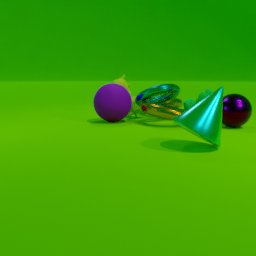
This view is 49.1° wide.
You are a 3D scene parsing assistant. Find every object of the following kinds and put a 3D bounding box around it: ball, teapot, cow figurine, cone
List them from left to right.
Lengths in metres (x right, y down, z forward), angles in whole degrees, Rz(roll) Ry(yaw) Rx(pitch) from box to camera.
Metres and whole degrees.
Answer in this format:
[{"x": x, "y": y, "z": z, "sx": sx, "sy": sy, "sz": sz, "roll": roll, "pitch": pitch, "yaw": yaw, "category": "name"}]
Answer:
[{"x": -0.537, "y": -0.887, "z": 9.822, "sx": 1.352, "sy": 1.352, "sz": 1.352, "roll": 0, "pitch": 10, "yaw": 0, "category": "ball"}, {"x": -0.208, "y": -1.557, "z": 10.833, "sx": 0.665, "sy": 1.359, "sz": 0.845, "roll": -23, "pitch": -39, "yaw": 15, "category": "teapot"}, {"x": -0.148, "y": -0.899, "z": 11.425, "sx": 0.828, "sy": 1.484, "sz": 1.508, "roll": -33, "pitch": -10, "yaw": -34, "category": "cow figurine"}, {"x": 2.719, "y": -0.744, "z": 10.250, "sx": 1.380, "sy": 1.358, "sz": 0.758, "roll": 39, "pitch": 42, "yaw": 23, "category": "cow figurine"}, {"x": 1.835, "y": -0.410, "z": 6.333, "sx": 1.241, "sy": 1.245, "sz": 1.241, "roll": 30, "pitch": 3, "yaw": -2, "category": "cone"}, {"x": 3.311, "y": -0.546, "z": 8.776, "sx": 1.069, "sy": 1.069, "sz": 1.069, "roll": 0, "pitch": 10, "yaw": 0, "category": "ball"}]

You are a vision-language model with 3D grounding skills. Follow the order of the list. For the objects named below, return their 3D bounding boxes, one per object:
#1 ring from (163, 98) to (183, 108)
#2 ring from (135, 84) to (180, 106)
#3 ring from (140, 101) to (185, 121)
[{"x": 1.386, "y": -0.956, "z": 11.920, "sx": 1.876, "sy": 0.375, "sz": 1.876, "roll": -6, "pitch": -2, "yaw": 0, "category": "ring"}, {"x": 1.064, "y": -1.160, "z": 10.115, "sx": 1.676, "sy": 0.335, "sz": 1.676, "roll": -13, "pitch": -11, "yaw": -3, "category": "ring"}, {"x": 1.399, "y": -0.536, "z": 9.599, "sx": 1.997, "sy": 0.399, "sz": 1.997, "roll": 12, "pitch": 8, "yaw": -2, "category": "ring"}]
